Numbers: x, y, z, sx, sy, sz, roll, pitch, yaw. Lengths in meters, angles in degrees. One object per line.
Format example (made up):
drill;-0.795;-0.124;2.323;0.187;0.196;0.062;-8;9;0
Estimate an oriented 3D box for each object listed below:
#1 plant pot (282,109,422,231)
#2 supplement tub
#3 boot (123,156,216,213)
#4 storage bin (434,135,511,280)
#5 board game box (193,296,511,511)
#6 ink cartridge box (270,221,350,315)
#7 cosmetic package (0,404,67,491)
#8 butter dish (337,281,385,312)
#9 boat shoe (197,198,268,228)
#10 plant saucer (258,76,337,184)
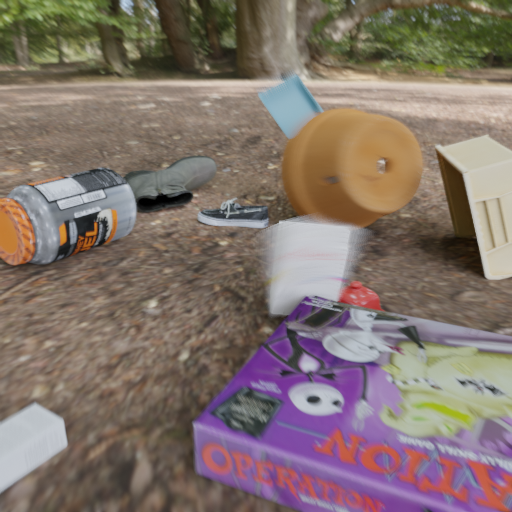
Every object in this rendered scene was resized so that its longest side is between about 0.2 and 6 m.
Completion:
plant pot;1.987;-1.678;10.793;2.492;2.492;1.745;-9;7;-21
supplement tub;-3.569;-0.732;10.413;1.471;1.471;2.401;16;28;35
boot;-1.908;-1.672;13.830;2.604;0.882;1.701;-18;33;-23
storage bin;4.158;-0.918;10.127;1.002;2.122;2.138;-16;19;10
board game box;2.305;1.696;5.462;5.044;0.815;3.027;10;28;23
ink cartridge box;0.709;0.085;7.633;0.918;1.576;0.532;5;38;-1
cosmetic package;-2.376;1.880;5.411;0.479;0.336;0.944;15;26;33
butter dish;1.447;0.641;8.194;0.755;0.560;0.757;-15;25;-35
boat shoe;-0.517;-0.950;12.179;1.578;0.539;0.583;7;23;17
plant saucer;1.313;-2.583;12.553;1.093;3.126;0.297;-30;-13;-11
